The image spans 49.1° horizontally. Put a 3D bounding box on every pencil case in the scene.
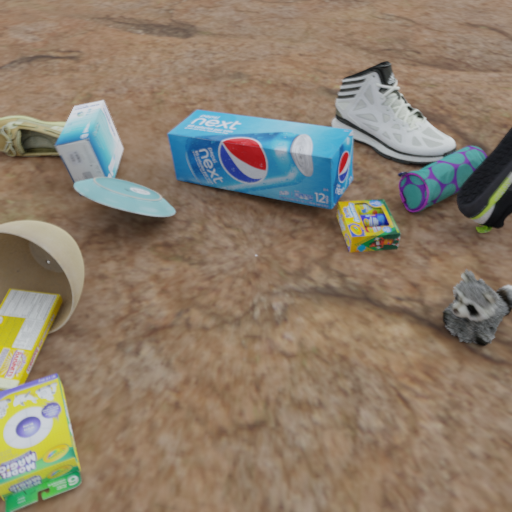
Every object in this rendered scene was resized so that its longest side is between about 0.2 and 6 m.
[{"bbox_3d":[4.133,-1.729,12.415,2.159,0.919,0.998,-24,10,-26],"label":"pencil case"}]

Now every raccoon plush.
[{"bbox_3d":[3.859,0.587,9.437,0.927,1.283,1.916,28,48,27],"label":"raccoon plush"}]

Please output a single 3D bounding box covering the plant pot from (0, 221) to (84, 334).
[{"bbox_3d":[-3.757,0.172,9.578,1.975,1.975,1.326,7,30,8],"label":"plant pot"}]

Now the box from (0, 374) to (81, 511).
[{"bbox_3d":[-3.116,2.570,7.823,1.043,0.430,1.778,-17,45,-18],"label":"box"}]

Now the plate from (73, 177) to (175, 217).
[{"bbox_3d":[-2.662,-1.279,11.537,2.104,0.269,2.104,16,14,-4],"label":"plate"}]

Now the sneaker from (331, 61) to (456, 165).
[{"bbox_3d":[3.389,-3.582,13.768,3.401,1.957,1.284,28,48,29],"label":"sneaker"}]

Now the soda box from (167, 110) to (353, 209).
[{"bbox_3d":[0.084,-2.205,12.415,3.942,1.265,1.337,13,42,25],"label":"soda box"}]

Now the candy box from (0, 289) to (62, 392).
[{"bbox_3d":[-3.964,1.357,9.165,0.943,0.244,1.844,8,50,4],"label":"candy box"}]

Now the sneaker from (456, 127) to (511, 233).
[{"bbox_3d":[5.342,-1.732,11.021,1.272,3.072,1.102,30,31,-19],"label":"sneaker"}]

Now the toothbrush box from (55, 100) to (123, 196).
[{"bbox_3d":[-3.775,-2.504,12.888,0.799,1.372,1.874,-9,41,7],"label":"toothbrush box"}]

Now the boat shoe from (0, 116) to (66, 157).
[{"bbox_3d":[-5.492,-2.838,13.758,2.516,0.918,0.792,4,36,-7],"label":"boat shoe"}]

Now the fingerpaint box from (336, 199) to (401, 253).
[{"bbox_3d":[2.284,-0.645,11.528,1.013,0.445,1.214,-4,41,-4],"label":"fingerpaint box"}]

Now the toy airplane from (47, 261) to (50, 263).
[{"bbox_3d":[-4.214,-0.195,10.816,0.880,0.624,0.884,14,56,50],"label":"toy airplane"}]
